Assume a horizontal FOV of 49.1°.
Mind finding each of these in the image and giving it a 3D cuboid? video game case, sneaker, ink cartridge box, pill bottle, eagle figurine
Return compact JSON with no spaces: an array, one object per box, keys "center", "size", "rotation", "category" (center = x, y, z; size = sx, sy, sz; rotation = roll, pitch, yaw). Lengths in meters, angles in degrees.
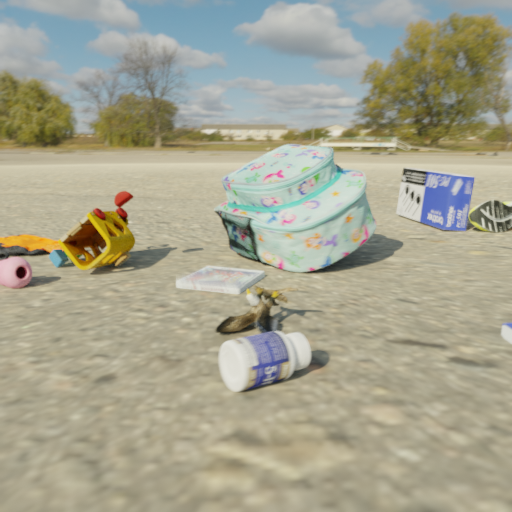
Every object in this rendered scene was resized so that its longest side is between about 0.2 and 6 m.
[{"center":[-0.505,0.342,8.285],"size":[0.976,0.123,1.071],"rotation":[5,13,20],"category":"video game case"},{"center":[5.545,-0.907,13.115],"size":[1.901,0.743,0.858],"rotation":[-4,0,-31],"category":"sneaker"},{"center":[4.364,-1.463,13.925],"size":[0.604,1.284,2.731],"rotation":[4,11,-10],"category":"ink cartridge box"},{"center":[0.089,0.892,4.876],"size":[0.728,0.436,0.436],"rotation":[-8,14,-30],"category":"pill bottle"},{"center":[-0.003,0.652,6.114],"size":[0.646,0.643,0.852],"rotation":[-43,14,44],"category":"eagle figurine"}]

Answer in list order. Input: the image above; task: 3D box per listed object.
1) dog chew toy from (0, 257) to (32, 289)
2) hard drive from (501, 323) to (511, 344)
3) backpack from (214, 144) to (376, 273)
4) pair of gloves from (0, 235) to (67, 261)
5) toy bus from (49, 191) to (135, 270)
[{"center":[-3.555,0.243,8.061],"size":[0.721,0.449,0.449],"rotation":[-1,8,39],"category":"dog chew toy"},{"center":[3.377,0.871,5.586],"size":[1.434,0.182,0.946],"rotation":[-1,12,-4],"category":"hard drive"},{"center":[0.723,-0.818,9.516],"size":[2.182,1.851,2.458],"rotation":[-32,35,-25],"category":"backpack"},{"center":[-4.545,-0.079,9.888],"size":[2.106,0.292,2.364],"rotation":[5,14,22],"category":"pair of gloves"},{"center":[-2.440,-0.234,9.211],"size":[1.621,0.838,1.530],"rotation":[-36,-4,-31],"category":"toy bus"}]
